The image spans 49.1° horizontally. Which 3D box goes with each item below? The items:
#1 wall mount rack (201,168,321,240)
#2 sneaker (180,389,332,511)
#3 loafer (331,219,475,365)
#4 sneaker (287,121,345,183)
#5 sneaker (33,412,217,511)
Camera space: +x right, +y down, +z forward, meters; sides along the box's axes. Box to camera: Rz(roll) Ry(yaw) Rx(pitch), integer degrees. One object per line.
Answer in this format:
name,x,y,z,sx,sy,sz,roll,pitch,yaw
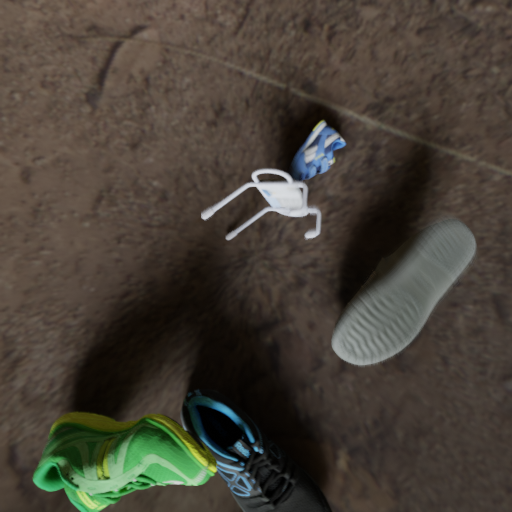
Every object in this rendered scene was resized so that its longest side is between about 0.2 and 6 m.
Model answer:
wall mount rack,0.127,-0.718,8.871,1.617,1.861,0.694,2,74,19
sneaker,-0.065,3.025,7.933,2.812,1.152,1.029,40,74,10
loafer,2.235,0.567,8.742,2.737,0.953,1.029,-44,98,0
sneaker,1.003,-1.656,9.763,0.613,0.551,1.490,34,79,3
sneaker,-1.766,2.828,7.416,3.028,1.121,1.265,-11,39,35
